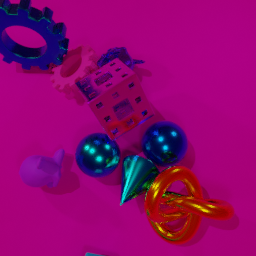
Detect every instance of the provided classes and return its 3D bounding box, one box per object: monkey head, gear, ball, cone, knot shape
[{"bbox_3d":[-2.032,0.888,6.673,0.915,1.518,1.092,28,61,-26],"label":"monkey head"},{"bbox_3d":[-1.385,-1.518,7.180,1.376,0.255,1.376,-17,55,26],"label":"gear"},{"bbox_3d":[0.876,0.381,6.729,1.121,1.121,1.121,0,79,0],"label":"ball"},{"bbox_3d":[0.078,1.343,6.307,1.045,1.045,1.049,33,48,6],"label":"cone"},{"bbox_3d":[-2.464,-2.183,6.771,2.000,2.000,0.370,2,62,0],"label":"gear"},{"bbox_3d":[-0.295,-1.694,7.421,1.410,1.014,0.850,-27,113,11],"label":"monkey head"},{"bbox_3d":[1.319,1.741,6.131,1.921,2.053,0.948,1,42,5],"label":"knot shape"},{"bbox_3d":[-0.714,0.648,6.694,1.086,1.086,1.086,0,79,0],"label":"ball"}]

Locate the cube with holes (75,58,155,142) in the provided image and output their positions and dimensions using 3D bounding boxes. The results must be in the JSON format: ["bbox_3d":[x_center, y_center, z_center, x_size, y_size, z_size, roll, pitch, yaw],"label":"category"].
[{"bbox_3d":[-0.314,-0.672,6.467,1.165,1.165,1.165,-32,37,-4],"label":"cube with holes"}]

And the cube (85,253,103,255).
[{"bbox_3d":[-0.602,3.351,5.975,0.847,0.847,0.847,17,100,-13],"label":"cube"}]
